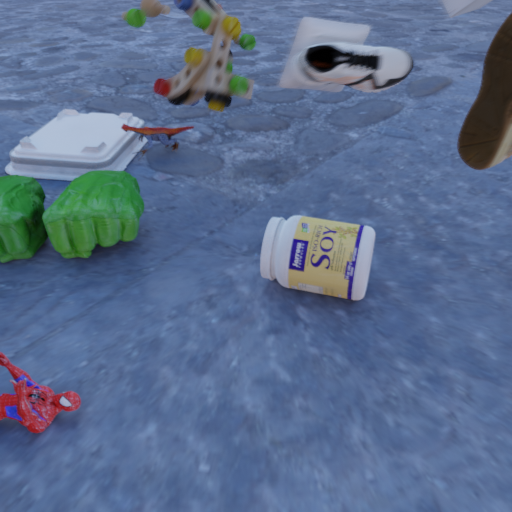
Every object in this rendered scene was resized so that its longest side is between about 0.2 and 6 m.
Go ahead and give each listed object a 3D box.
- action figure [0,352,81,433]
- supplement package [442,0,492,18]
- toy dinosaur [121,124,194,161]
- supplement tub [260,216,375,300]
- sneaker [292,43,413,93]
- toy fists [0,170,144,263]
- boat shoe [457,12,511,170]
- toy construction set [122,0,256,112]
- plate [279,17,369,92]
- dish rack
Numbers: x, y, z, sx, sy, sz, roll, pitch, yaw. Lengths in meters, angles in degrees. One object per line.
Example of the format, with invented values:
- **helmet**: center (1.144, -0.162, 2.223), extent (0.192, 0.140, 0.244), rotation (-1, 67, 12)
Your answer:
- **action figure**: center (-3.229, 1.588, 6.507), extent (2.248, 1.112, 0.733), rotation (-1, 34, -7)
- **supplement package**: center (3.359, -4.156, 8.711), extent (0.918, 0.537, 0.539), rotation (-29, 6, -32)
- **toy dinosaur**: center (-2.459, -2.946, 13.226), extent (1.309, 1.443, 0.757), rotation (30, 16, -49)
- **supplement tub**: center (0.967, 0.000, 8.745), extent (1.611, 1.171, 1.171), rotation (10, 35, 13)
- **sneaker**: center (1.774, -3.439, 10.162), extent (2.210, 0.815, 0.884), rotation (-2, 5, 0)
- **toy fists**: center (-3.664, -0.657, 9.807), extent (3.391, 1.166, 1.729), rotation (-2, 27, -1)
- **boat shoe**: center (3.653, -2.402, 7.668), extent (0.850, 2.634, 0.939), rotation (-17, 54, -26)
- **toy construction set**: center (-1.028, -4.086, 10.739), extent (2.149, 2.797, 2.332), rotation (32, 86, 43)
- **plate**: center (1.360, -3.864, 11.029), extent (1.502, 1.506, 0.243), rotation (-4, 51, -25)
- **dish rack**: center (-4.180, -2.774, 13.385), extent (2.704, 0.686, 3.151), rotation (5, 33, 8)
